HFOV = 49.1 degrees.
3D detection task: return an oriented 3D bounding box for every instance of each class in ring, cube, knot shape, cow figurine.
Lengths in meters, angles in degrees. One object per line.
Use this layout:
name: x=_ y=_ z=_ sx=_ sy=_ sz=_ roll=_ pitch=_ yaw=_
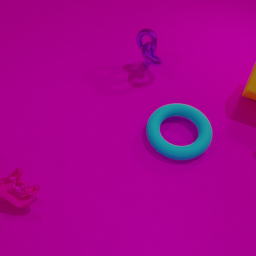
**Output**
ring: x=1.563 y=0.072 z=8.589 sx=2.000 sy=0.400 sz=2.000 roll=0 pitch=56 yaw=0
cube: x=4.592 y=-1.503 z=9.012 sx=1.267 sy=1.267 sz=1.267 roll=22 pitch=95 yaw=16
knot shape: x=0.747 y=-2.863 z=10.096 sx=0.690 sy=1.398 sz=1.494 roll=-18 pitch=18 yaw=2
cow figurine: x=-3.133 y=1.622 z=7.211 sx=1.391 sy=1.369 sz=0.764 roll=46 pitch=22 yaw=-10
